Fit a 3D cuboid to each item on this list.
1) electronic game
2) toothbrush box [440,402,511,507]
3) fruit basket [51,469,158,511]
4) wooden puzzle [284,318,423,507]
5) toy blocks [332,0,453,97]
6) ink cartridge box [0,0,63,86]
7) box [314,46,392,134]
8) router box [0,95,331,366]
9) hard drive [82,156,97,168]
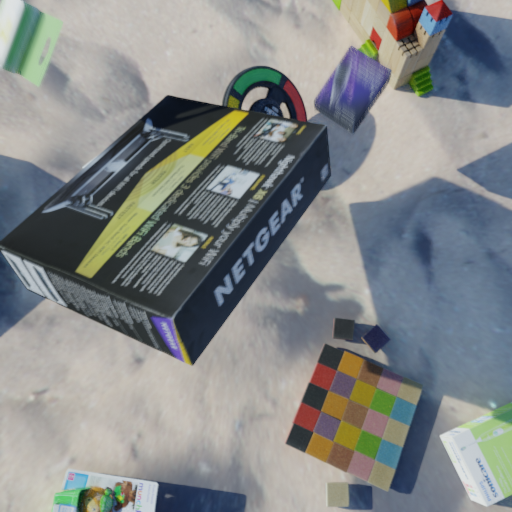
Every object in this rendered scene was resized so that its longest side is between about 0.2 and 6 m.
[{"bbox_3d":[0.198,-2.599,10.671,1.997,0.416,1.997,-1,91,-35],"label":"electronic game"},{"bbox_3d":[4.111,3.228,9.318,1.592,0.685,1.159,-23,76,-7],"label":"toothbrush box"},{"bbox_3d":[-2.461,4.295,8.837,1.700,0.797,1.575,1,73,21],"label":"fruit basket"},{"bbox_3d":[1.711,2.722,9.709,1.880,0.223,3.170,23,75,6],"label":"wooden puzzle"},{"bbox_3d":[2.652,-4.826,10.953,1.485,2.032,2.972,-27,75,-7],"label":"toy blocks"},{"bbox_3d":[-3.285,-3.028,7.830,1.323,0.317,0.962,35,104,38],"label":"ink cartridge box"},{"bbox_3d":[1.634,-2.805,9.532,0.834,0.588,1.128,34,95,8],"label":"box"},{"bbox_3d":[-1.083,-0.665,7.707,2.919,0.970,3.712,19,54,28],"label":"router box"},{"bbox_3d":[-2.984,-1.802,11.087,0.750,0.100,0.495,-41,78,-10],"label":"hard drive"}]
